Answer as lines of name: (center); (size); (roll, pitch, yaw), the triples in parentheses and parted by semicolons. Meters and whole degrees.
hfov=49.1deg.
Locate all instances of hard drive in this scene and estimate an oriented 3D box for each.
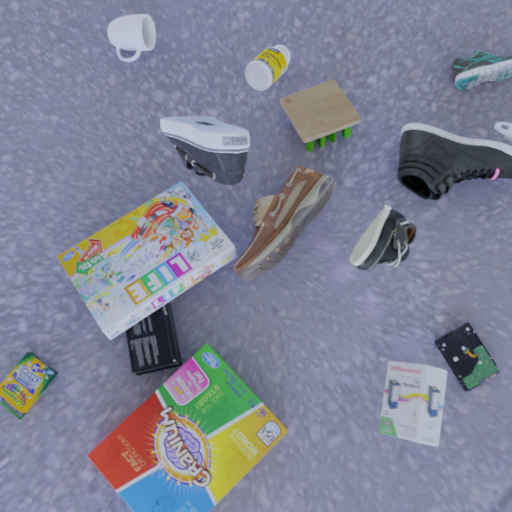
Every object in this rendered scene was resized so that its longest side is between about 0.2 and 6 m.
hard drive: (4.176, 1.999, 11.105); (0.799, 0.216, 1.144); (-28, 75, -8)

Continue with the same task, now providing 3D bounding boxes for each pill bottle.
pill bottle: (0.244, -3.468, 10.215); (0.544, 0.544, 0.977); (29, 50, 8)

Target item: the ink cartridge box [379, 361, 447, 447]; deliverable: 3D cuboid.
ink cartridge box: (2.428, 2.260, 8.695); (0.507, 0.842, 1.159); (19, 76, -28)

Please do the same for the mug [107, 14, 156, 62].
mug: (-2.892, -4.968, 12.831); (0.921, 0.775, 1.050); (4, 88, 14)

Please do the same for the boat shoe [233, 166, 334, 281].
boat shoe: (0.424, -0.715, 11.506); (1.041, 1.098, 2.898); (36, 68, 13)

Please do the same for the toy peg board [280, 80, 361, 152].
toy peg board: (1.400, -3.032, 12.411); (1.352, 0.661, 1.346); (-21, 60, -7)

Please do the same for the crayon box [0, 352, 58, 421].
crayon box: (-4.523, 2.535, 10.914); (0.706, 0.289, 1.122); (34, 77, 9)

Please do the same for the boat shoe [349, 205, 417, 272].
boat shoe: (2.134, -0.237, 9.053); (0.831, 2.459, 0.883); (39, 114, 8)

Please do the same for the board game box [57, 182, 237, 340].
board game box: (-2.167, 0.019, 11.199); (2.965, 0.507, 1.993); (-34, 65, -13)

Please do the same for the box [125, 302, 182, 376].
box: (-2.048, 1.606, 11.058); (0.924, 0.517, 1.310); (-13, 74, 0)

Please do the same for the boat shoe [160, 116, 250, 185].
boat shoe: (-0.855, -1.727, 9.092); (0.967, 2.766, 0.916); (-9, 112, -27)

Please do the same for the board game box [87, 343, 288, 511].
board game box: (-1.236, 3.493, 10.476); (2.987, 0.602, 2.285); (-43, 78, -11)

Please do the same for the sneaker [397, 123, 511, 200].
sneaker: (4.322, -1.708, 11.797); (2.919, 1.032, 1.448); (18, 77, 10)

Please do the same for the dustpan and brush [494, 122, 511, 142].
dustpan and brush: (6.530, -2.027, 11.858); (3.365, 0.963, 2.348); (20, 75, 6)

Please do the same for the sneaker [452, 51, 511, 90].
sneaker: (5.247, -4.370, 12.725); (1.688, 0.655, 0.770); (-13, 71, -5)
